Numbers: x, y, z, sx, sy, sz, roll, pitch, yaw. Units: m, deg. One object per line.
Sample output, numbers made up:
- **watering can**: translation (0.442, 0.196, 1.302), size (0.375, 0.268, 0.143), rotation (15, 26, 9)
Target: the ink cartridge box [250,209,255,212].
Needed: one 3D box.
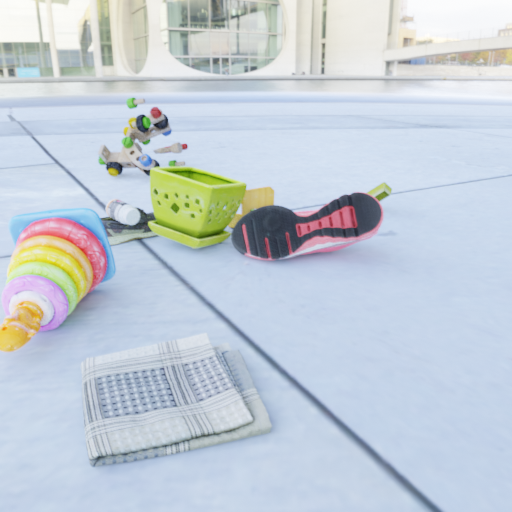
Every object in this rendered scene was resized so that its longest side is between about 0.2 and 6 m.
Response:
- **ink cartridge box**: translation (0.778, -0.711, 12.348), size (1.535, 0.581, 1.134), rotation (-10, 24, -23)

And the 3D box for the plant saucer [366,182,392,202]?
- **plant saucer**: translation (3.026, -1.504, 13.989), size (0.717, 0.172, 0.718), rotation (-32, -23, 21)

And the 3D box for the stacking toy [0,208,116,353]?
- **stacking toy**: translation (-3.205, 0.522, 8.395), size (1.581, 1.495, 2.724), rotation (-6, 31, 3)

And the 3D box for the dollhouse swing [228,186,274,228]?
- **dollhouse swing**: translation (-0.103, -1.131, 12.831), size (0.978, 0.860, 0.889), rotation (-13, 12, -27)

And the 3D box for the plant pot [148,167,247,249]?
- **plant pot**: translation (-1.271, -1.005, 11.640), size (1.530, 1.388, 1.522), rotation (19, 17, 24)

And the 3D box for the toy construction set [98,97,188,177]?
- **toy construction set**: translation (-3.775, -3.455, 18.025), size (2.172, 2.357, 2.827), rotation (-5, -2, 21)

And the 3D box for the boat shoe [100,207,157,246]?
- **boat shoe**: translation (-2.639, -0.747, 12.296), size (1.959, 0.644, 0.700), rotation (-20, 34, -35)

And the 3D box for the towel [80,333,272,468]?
- **towel**: translation (-1.015, 1.591, 6.678), size (2.039, 0.352, 1.964), rotation (-6, 22, -17)

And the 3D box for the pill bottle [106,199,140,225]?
- **pill bottle**: translation (-2.790, -0.909, 11.744), size (0.731, 0.426, 0.426), rotation (24, 31, 39)

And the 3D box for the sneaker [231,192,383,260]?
- **sneaker**: translation (1.040, -0.376, 11.199), size (3.029, 1.116, 1.314), rotation (-8, -18, 13)
